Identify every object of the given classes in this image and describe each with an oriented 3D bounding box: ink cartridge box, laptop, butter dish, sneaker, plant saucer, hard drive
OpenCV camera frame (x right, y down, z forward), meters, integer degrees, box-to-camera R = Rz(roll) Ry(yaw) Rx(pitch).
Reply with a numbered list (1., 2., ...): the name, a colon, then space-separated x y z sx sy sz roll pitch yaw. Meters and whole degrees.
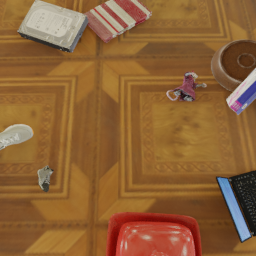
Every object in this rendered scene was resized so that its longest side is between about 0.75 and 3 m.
1. ink cartridge box: 3.773 -1.208 8.778 0.329 1.521 1.493 40 111 0
2. laptop: 3.592 2.073 7.924 2.029 1.048 1.798 -13 68 -6
3. butter dish: 0.692 3.360 6.886 2.596 1.924 2.603 3 66 1
4. sneaker: -3.787 0.401 8.603 1.731 0.655 0.796 -13 30 -13
5. plant saucer: 4.202 -2.316 10.027 2.338 0.403 2.338 -3 66 8
6. hard drive: -2.858 -3.902 10.707 2.268 0.429 1.584 22 77 10
7. sneaker: -2.410 1.456 8.355 0.493 0.321 0.854 -38 50 8

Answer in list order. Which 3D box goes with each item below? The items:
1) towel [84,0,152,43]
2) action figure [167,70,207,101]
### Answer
1. towel: -0.456 -4.479 11.193 2.362 0.269 1.701 -35 69 -16
2. action figure: 2.091 -1.472 9.797 0.986 0.887 1.324 -14 41 42
